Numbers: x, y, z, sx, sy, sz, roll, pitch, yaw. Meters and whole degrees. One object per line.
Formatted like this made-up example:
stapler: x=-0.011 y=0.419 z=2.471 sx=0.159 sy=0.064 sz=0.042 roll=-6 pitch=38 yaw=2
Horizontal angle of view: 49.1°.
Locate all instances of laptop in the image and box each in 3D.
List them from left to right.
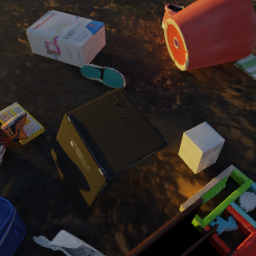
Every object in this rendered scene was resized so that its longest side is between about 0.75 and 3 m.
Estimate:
laptop: x=-0.642 y=0.571 z=7.127 sx=1.418 sy=2.447 sz=2.291 roll=-3 pitch=43 yaw=-40

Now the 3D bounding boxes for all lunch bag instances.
lunch bag: x=-3.282 y=2.396 z=5.723 sx=1.443 sy=1.405 sz=2.124 roll=14 pitch=51 yaw=12

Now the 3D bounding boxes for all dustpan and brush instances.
dustpan and brush: x=-1.349 y=2.524 z=5.961 sx=1.898 sy=1.325 sz=0.543 roll=13 pitch=62 yaw=39

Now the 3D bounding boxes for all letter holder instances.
letter holder: x=0.893 y=2.624 z=5.373 sx=2.300 sy=1.635 sz=1.157 roll=-29 pitch=56 yaw=-23

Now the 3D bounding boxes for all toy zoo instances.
toy zoo: x=2.936 y=2.390 z=6.447 sx=1.954 sy=0.305 sz=2.979 roll=-30 pitch=56 yaw=-23

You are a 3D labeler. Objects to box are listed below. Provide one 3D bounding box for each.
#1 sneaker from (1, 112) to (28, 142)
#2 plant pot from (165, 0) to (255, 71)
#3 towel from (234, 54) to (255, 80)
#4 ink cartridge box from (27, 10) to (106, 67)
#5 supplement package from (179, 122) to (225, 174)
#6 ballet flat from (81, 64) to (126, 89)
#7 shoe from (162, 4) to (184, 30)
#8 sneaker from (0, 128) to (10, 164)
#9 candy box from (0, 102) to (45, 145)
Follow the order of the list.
sneaker: x=-3.155 y=0.013 z=8.109 sx=0.470 sy=0.679 sz=1.212 roll=-22 pitch=20 yaw=17
plant pot: x=2.750 y=-3.352 z=9.974 sx=2.374 sy=2.683 sz=2.683 roll=-21 pitch=52 yaw=-4
towel: x=4.813 y=-2.218 z=10.442 sx=1.050 sy=0.161 sz=1.377 roll=-26 pitch=54 yaw=-21
ink cartridge box: x=-2.367 y=-3.526 z=10.959 sx=2.468 sy=1.045 sz=1.784 roll=21 pitch=53 yaw=15
supplement package: x=1.954 y=0.539 z=7.551 sx=0.762 sy=1.011 sz=0.767 roll=-25 pitch=54 yaw=-20
ballet flat: x=-0.806 y=-1.916 z=9.936 sx=1.846 sy=0.663 sz=0.663 roll=23 pitch=54 yaw=18
shoe: x=2.165 y=-4.271 z=11.611 sx=0.795 sy=1.013 sz=2.226 roll=-21 pitch=53 yaw=-17
sneaker: x=-4.474 y=0.324 z=7.952 sx=2.322 sy=0.879 sz=1.341 roll=16 pitch=46 yaw=0
candy box: x=-3.356 y=-0.169 z=8.676 sx=1.556 sy=0.206 sz=0.795 roll=37 pitch=61 yaw=26
